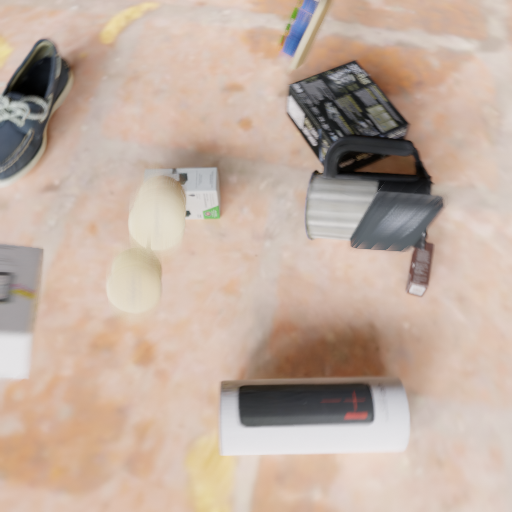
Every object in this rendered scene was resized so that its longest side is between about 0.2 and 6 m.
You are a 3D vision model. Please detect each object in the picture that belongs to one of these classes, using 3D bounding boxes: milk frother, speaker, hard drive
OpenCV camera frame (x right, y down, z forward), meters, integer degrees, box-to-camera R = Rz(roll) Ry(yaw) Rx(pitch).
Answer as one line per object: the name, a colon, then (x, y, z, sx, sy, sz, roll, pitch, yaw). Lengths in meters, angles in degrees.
milk frother: (1.867, -0.980, 8.870, 1.772, 1.884, 1.700, 7, 90, 18)
speaker: (0.726, 2.072, 7.277, 2.381, 0.967, 0.967, -1, 61, -1)
hard drive: (1.636, -0.372, 6.663, 0.782, 1.120, 0.184, 3, 65, -5)

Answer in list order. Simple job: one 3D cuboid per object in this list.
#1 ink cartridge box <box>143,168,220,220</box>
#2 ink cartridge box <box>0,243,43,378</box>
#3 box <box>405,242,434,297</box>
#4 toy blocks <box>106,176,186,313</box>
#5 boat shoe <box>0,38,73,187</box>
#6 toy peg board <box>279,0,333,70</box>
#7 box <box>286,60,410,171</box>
ink cartridge box: (-1.176, -0.983, 8.996, 1.159, 0.850, 0.482, -1, 62, 1)
ink cartridge box: (-3.103, 0.636, 6.620, 0.954, 0.958, 1.306, 7, 48, -18)
box: (2.519, 0.193, 8.617, 0.289, 0.386, 0.770, 15, 62, 8)
toy blocks: (-1.332, -0.253, 7.016, 0.631, 1.737, 1.448, 19, 106, -13)
boat shoe: (-4.066, -2.560, 9.808, 1.102, 0.910, 2.944, 15, 63, 8)
toy peg board: (0.729, -3.790, 9.284, 0.547, 1.119, 1.114, 28, 29, 1)
box: (1.547, -2.409, 9.816, 1.427, 0.750, 1.742, -25, 64, -13)
